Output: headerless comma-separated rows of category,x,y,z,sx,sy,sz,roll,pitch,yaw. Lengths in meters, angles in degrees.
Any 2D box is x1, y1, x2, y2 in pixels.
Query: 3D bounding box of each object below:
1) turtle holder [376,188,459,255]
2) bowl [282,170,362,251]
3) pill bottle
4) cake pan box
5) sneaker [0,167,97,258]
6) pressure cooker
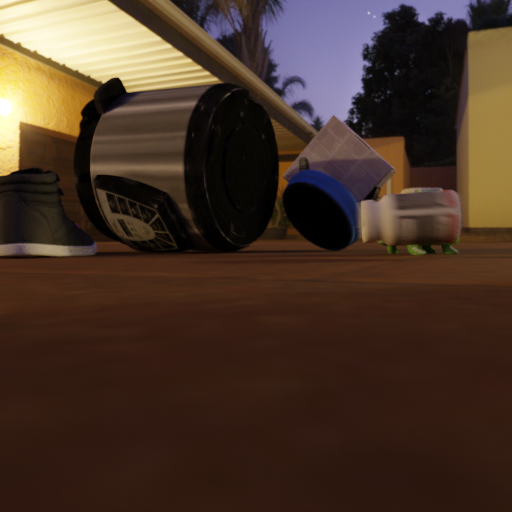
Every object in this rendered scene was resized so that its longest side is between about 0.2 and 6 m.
turtle holder,2.584,-0.562,9.288,1.528,1.085,1.161,0,2,10
bowl,1.379,-0.927,12.062,0.385,1.960,1.960,-44,26,-28
pill bottle,1.939,-0.470,7.118,1.157,0.670,0.670,-3,1,7
cake pan box,1.836,-1.809,12.418,1.960,1.805,0.513,47,23,20
sneaker,-2.963,-0.608,8.152,0.889,1.247,2.514,-2,0,4
pressure cooker,-1.631,-1.573,10.573,3.474,3.056,3.103,5,0,27
